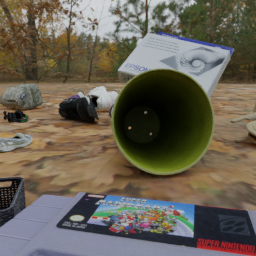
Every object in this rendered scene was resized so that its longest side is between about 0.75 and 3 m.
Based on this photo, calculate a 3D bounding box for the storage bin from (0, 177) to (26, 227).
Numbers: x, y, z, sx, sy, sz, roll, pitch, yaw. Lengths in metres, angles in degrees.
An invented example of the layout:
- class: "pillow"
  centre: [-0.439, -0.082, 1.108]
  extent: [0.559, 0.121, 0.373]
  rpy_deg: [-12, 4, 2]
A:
- class: "storage bin"
  centre: [-1.584, 0.954, 3.238]
  extent: [0.647, 0.448, 0.957]
  rpy_deg: [-3, 11, -12]

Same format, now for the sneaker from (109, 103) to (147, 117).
- class: "sneaker"
  centre: [0.544, -0.952, 10.368]
  extent: [2.701, 1.059, 1.073]
  rpy_deg: [-17, 16, -15]

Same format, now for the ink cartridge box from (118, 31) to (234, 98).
- class: "ink cartridge box"
  centre: [1.174, -1.606, 6.520]
  extent: [2.118, 0.431, 2.122]
  rpy_deg: [20, 58, 22]

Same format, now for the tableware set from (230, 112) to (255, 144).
- class: "tableware set"
  centre: [4.223, 0.085, 7.400]
  extent: [2.845, 0.570, 1.880]
  rpy_deg: [-14, 29, -31]

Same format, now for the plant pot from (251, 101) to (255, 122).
- class: "plant pot"
  centre: [5.690, -1.496, 9.521]
  extent: [2.617, 2.794, 2.617]
  rpy_deg: [-1, 11, 0]

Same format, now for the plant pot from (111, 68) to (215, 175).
- class: "plant pot"
  centre: [0.481, -0.077, 5.771]
  extent: [1.843, 1.843, 1.970]
  rpy_deg: [-2, -2, -9]

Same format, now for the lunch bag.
- class: "lunch bag"
  centre: [-5.250, -1.458, 13.758]
  extent: [1.674, 1.166, 1.404]
  rpy_deg: [6, 29, 31]

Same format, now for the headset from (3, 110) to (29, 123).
- class: "headset"
  centre: [-4.194, -0.371, 10.354]
  extent: [1.090, 0.512, 0.673]
  rpy_deg: [21, 22, 21]

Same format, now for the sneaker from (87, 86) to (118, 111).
- class: "sneaker"
  centre: [-1.566, -1.400, 13.543]
  extent: [1.401, 1.098, 2.819]
  rpy_deg: [-10, 14, -29]

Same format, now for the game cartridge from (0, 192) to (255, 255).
- class: "game cartridge"
  centre: [0.142, 1.148, 2.233]
  extent: [2.858, 0.549, 1.853]
  rpy_deg: [3, 16, 14]

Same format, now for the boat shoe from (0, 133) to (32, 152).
- class: "boat shoe"
  centre: [-2.730, 0.295, 6.764]
  extent: [0.401, 0.349, 1.089]
  rpy_deg: [5, 12, 23]

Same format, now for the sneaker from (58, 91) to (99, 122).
- class: "sneaker"
  centre: [-1.938, -0.613, 10.503]
  extent: [1.201, 1.039, 2.743]
  rpy_deg: [-24, 18, -13]
